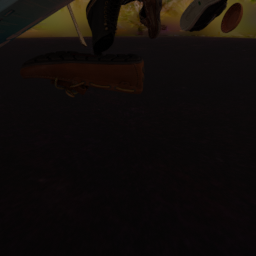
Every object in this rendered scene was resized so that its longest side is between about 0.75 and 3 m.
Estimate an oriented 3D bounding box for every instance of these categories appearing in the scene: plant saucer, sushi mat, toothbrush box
[{"bbox_3d":[3.726,-3.896,9.978,0.200,1.069,1.069,15,17,-18],"label":"plant saucer"},{"bbox_3d":[-1.879,-3.764,9.757,0.113,1.866,0.893,-20,12,3],"label":"sushi mat"},{"bbox_3d":[-1.863,-2.465,4.627,2.917,1.244,2.135,-27,16,9],"label":"toothbrush box"}]

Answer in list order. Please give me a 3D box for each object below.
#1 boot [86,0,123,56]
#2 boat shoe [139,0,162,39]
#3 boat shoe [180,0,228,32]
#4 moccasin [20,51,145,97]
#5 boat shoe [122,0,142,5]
[{"bbox_3d":[-0.169,-1.546,3.558,0.443,1.143,0.791,6,59,-26],"label":"boot"},{"bbox_3d":[0.389,-2.105,5.203,0.399,1.110,0.420,-11,63,-2],"label":"boat shoe"},{"bbox_3d":[3.093,-4.549,10.071,0.971,1.031,2.872,4,-25,-29],"label":"boat shoe"},{"bbox_3d":[-0.783,-0.886,4.849,2.120,0.818,0.775,1,27,-3],"label":"moccasin"},{"bbox_3d":[0.468,-5.052,10.501,1.806,0.575,0.638,-26,8,21],"label":"boat shoe"}]
